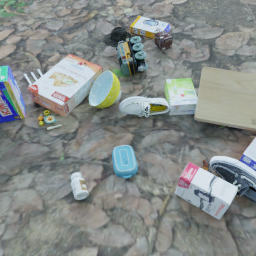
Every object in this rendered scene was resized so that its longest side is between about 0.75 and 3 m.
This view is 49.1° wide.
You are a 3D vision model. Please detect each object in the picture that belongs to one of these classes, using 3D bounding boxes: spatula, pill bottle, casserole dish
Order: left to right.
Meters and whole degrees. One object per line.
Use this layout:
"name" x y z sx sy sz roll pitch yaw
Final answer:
"spatula" -4.406 -2.317 13.542 0.965 0.112 1.388 -26 57 -19
"pill bottle" -1.721 2.011 9.776 0.491 0.491 0.859 -16 52 -13
"casserole dish" -0.135 1.195 10.581 0.891 0.286 1.472 -8 52 -5

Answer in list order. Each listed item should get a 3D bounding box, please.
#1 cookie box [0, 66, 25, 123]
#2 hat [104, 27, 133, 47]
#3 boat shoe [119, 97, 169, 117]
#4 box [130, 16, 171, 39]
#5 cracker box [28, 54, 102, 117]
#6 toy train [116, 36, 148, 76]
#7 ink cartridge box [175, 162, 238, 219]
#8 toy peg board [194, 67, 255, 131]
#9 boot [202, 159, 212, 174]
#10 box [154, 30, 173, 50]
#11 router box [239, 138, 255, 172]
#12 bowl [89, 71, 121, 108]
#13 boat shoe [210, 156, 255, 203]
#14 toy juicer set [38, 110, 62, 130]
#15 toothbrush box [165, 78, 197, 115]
"cookie box" -5.784 -1.165 11.198 2.705 2.314 1.017 -12 55 -9
"hat" -0.531 -5.213 15.580 1.615 0.651 1.615 0 52 0
"boat shoe" 0.725 -0.805 11.795 2.138 0.790 0.911 0 25 -8
"box" 1.338 -5.758 16.172 2.161 0.448 1.286 22 54 14
"cracker box" -2.775 -2.033 12.835 1.968 0.847 2.938 25 56 19
"toy train" 0.158 -3.673 14.139 1.404 1.050 2.464 -13 52 1
"ink cartridge box" 2.531 2.080 9.228 1.708 1.237 0.720 28 56 20
"toy peg board" 4.246 -1.052 12.024 2.576 1.260 2.565 11 67 9
"boot" 2.594 1.555 10.363 0.840 0.288 0.791 -9 59 2
"box" 1.927 -4.764 15.204 0.658 0.651 0.793 -24 55 -18
"router box" 5.887 1.137 10.391 2.579 0.630 2.314 35 59 25
"bowl" -0.853 -1.556 12.287 0.916 1.702 1.702 26 40 -35
"boat shoe" 3.950 1.921 9.640 2.597 0.932 0.880 32 56 15
"toy juicer set" -3.378 -0.293 11.787 0.680 0.291 1.069 -36 60 -26
"toothbrush box" 2.343 -1.408 12.433 1.187 0.702 1.630 -3 52 -2
